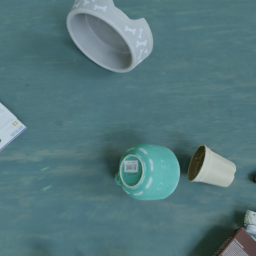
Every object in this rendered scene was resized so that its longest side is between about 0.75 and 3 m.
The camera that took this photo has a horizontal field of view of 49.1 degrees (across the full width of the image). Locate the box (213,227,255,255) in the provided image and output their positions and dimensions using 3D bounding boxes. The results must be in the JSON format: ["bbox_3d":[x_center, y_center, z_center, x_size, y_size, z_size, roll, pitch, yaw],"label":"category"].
[{"bbox_3d":[2.744,3.535,7.421,1.644,0.616,0.823,-40,71,-15],"label":"box"}]

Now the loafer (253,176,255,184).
[{"bbox_3d":[4.341,1.442,8.508,1.093,0.384,0.371,-14,66,-6],"label":"loafer"}]

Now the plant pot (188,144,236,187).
[{"bbox_3d":[2.509,1.219,8.298,1.070,1.168,1.168,22,66,-3],"label":"plant pot"}]

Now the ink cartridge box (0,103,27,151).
[{"bbox_3d":[-4.818,0.143,9.063,2.311,0.500,2.269,40,71,14],"label":"ink cartridge box"}]

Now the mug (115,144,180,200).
[{"bbox_3d":[0.383,1.306,7.668,1.834,1.134,1.507,-56,49,20],"label":"mug"}]

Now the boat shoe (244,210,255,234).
[{"bbox_3d":[4.290,2.727,7.767,2.030,0.720,0.709,9,68,12],"label":"boat shoe"}]

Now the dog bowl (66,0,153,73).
[{"bbox_3d":[-0.691,-3.024,9.172,2.988,2.988,0.876,28,70,12],"label":"dog bowl"}]
